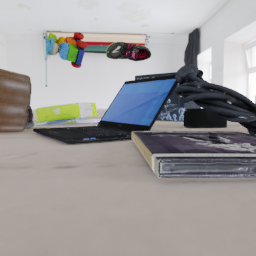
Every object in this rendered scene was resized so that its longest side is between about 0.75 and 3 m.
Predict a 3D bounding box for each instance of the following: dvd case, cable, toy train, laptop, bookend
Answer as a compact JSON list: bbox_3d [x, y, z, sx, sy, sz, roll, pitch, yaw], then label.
[{"bbox_3d":[1.263,0.284,4.155,2.200,0.236,2.958,1,4,-4],"label":"dvd case"},{"bbox_3d":[1.989,-0.393,5.629,2.290,0.713,2.807,33,14,-9],"label":"cable"},{"bbox_3d":[-2.614,-3.513,11.437,1.446,1.058,2.500,8,36,-25],"label":"toy train"},{"bbox_3d":[-0.595,-0.554,6.804,2.823,1.458,2.502,-3,5,-32],"label":"laptop"},{"bbox_3d":[2.377,-0.356,9.322,1.329,0.616,1.337,-1,5,-7],"label":"bookend"}]

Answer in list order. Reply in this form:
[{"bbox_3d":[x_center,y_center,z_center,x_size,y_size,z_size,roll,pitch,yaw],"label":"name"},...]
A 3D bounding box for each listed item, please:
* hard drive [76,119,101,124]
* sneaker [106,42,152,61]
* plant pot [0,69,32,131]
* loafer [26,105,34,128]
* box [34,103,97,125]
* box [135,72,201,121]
[{"bbox_3d":[-1.476,-0.274,11.091,0.712,0.137,1.079,1,5,16],"label":"hard drive"},{"bbox_3d":[0.061,-3.056,11.221,1.910,0.733,0.800,-4,22,-14],"label":"sneaker"},{"bbox_3d":[-3.666,-0.769,7.211,2.028,2.049,2.049,5,2,-29],"label":"plant pot"},{"bbox_3d":[-4.004,-0.326,8.327,2.288,0.721,0.823,-2,5,-24],"label":"loafer"},{"bbox_3d":[-2.361,-0.589,10.975,1.670,0.653,2.738,-7,4,9],"label":"box"},{"bbox_3d":[1.805,-1.417,12.905,2.815,2.089,1.507,4,7,42],"label":"box"}]
